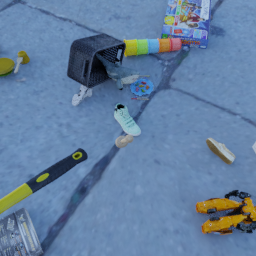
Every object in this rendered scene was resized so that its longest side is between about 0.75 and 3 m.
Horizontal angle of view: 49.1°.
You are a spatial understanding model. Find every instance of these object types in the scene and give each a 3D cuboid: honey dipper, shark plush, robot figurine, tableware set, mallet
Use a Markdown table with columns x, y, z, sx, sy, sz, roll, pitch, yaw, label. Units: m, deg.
| x | y | z | sx | sy | sz | roll | pitch | yaw | label |
| --- | --- | --- | --- | --- | --- | --- | --- | --- | --- |
| -0.068 | 0.244 | 5.675 | 0.262 | 1.381 | 0.262 | 1 | 83 | -8 | honey dipper |
| -0.352 | -2.176 | 10.080 | 0.826 | 0.757 | 1.818 | -25 | 60 | -36 | shark plush |
| 2.689 | 2.279 | 7.463 | 1.606 | 0.467 | 1.164 | -6 | 57 | -3 | robot figurine |
| -5.303 | -2.640 | 10.804 | 2.889 | 0.443 | 1.946 | 1 | 54 | 2 | tableware set |
| -1.571 | 0.823 | 3.953 | 0.819 | 0.511 | 2.485 | 40 | 41 | 6 | mallet |

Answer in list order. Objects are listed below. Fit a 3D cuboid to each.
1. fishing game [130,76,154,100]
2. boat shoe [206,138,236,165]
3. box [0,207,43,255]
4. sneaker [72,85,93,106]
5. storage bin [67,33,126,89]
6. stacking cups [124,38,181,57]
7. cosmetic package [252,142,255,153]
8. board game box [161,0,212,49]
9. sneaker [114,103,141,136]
| x | y | z | sx | sy | sz | roll | pitch | yaw | label |
| --- | --- | --- | --- | --- | --- | --- | --- | --- | --- |
| 0.511 | -1.508 | 10.143 | 0.875 | 0.190 | 1.222 | 5 | 55 | 8 | fishing game |
| 2.859 | 0.659 | 8.621 | 0.353 | 0.376 | 1.021 | -35 | 72 | -24 | boat shoe |
| -2.902 | 2.857 | 7.165 | 1.032 | 0.315 | 1.303 | -26 | 60 | -16 | box |
| -1.568 | -1.129 | 9.821 | 0.338 | 0.517 | 0.899 | 37 | 98 | 22 | sneaker |
| -1.063 | -2.356 | 9.675 | 0.937 | 1.351 | 1.999 | 31 | 36 | 18 | storage bin |
| 0.959 | -3.279 | 11.046 | 2.243 | 0.679 | 0.679 | -9 | 57 | -7 | stacking cups |
| 4.646 | 0.393 | 8.171 | 1.359 | 1.364 | 0.838 | -11 | 55 | -8 | cosmetic package |
| 2.545 | -4.642 | 12.040 | 1.925 | 0.490 | 2.844 | 10 | 57 | 7 | board game box |
| -0.036 | -0.282 | 9.023 | 0.437 | 0.701 | 1.188 | -35 | 64 | -23 | sneaker |
